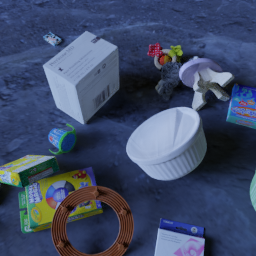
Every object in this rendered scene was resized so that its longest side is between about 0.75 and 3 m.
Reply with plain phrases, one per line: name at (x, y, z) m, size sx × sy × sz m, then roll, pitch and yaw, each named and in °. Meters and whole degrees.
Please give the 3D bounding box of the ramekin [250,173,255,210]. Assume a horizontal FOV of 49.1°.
ramekin at (5.651, 2.183, 9.440) m, size 2.936 × 1.434 × 2.936 m, roll -2°, pitch 54°, yaw 3°

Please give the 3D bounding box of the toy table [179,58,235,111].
toy table at (3.371, -1.911, 11.899) m, size 2.358 × 2.168 × 1.381 m, roll 0°, pitch 54°, yaw -28°

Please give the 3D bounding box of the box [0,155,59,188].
box at (-3.591, 1.418, 9.603) m, size 2.375 × 0.574 × 1.393 m, roll -1°, pitch 17°, yaw 46°

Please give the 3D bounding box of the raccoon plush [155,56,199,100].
raccoon plush at (2.067, -2.184, 12.151) m, size 1.045 × 2.160 × 1.448 m, roll 27°, pitch 55°, yaw -26°

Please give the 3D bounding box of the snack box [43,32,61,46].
snack box at (-3.966, -4.660, 14.677) m, size 0.865 × 0.160 × 0.502 m, roll 35°, pitch 64°, yaw 20°

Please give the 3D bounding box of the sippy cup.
sippy cup at (-2.648, 0.420, 11.076) m, size 0.850 × 0.911 × 1.160 m, roll 24°, pitch 37°, yaw 26°

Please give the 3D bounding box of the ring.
ring at (-1.099, 3.167, 8.872) m, size 2.628 × 0.252 × 2.628 m, roll 0°, pitch 86°, yaw -7°

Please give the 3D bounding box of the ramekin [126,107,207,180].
ramekin at (1.467, 0.608, 9.967) m, size 2.836 × 1.321 × 2.836 m, roll -27°, pitch 26°, yaw 14°

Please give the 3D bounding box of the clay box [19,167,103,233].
clay box at (-2.425, 2.499, 9.790) m, size 2.799 × 0.666 × 1.608 m, roll -13°, pitch 59°, yaw -10°

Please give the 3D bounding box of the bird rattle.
bird rattle at (1.778, -3.451, 13.541) m, size 1.696 × 0.955 × 1.382 m, roll 6°, pitch 74°, yaw 7°

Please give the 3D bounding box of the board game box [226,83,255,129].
board game box at (5.194, -0.956, 12.144) m, size 1.481 × 0.438 × 1.947 m, roll 16°, pitch 59°, yaw 10°

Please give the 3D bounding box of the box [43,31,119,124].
box at (-1.762, -2.034, 11.560) m, size 1.679 × 2.568 × 2.555 m, roll 32°, pitch 63°, yaw 18°

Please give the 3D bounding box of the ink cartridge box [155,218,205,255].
ink cartridge box at (1.700, 3.838, 9.159) m, size 1.525 × 0.336 × 1.553 m, roll 10°, pitch 59°, yaw 7°
